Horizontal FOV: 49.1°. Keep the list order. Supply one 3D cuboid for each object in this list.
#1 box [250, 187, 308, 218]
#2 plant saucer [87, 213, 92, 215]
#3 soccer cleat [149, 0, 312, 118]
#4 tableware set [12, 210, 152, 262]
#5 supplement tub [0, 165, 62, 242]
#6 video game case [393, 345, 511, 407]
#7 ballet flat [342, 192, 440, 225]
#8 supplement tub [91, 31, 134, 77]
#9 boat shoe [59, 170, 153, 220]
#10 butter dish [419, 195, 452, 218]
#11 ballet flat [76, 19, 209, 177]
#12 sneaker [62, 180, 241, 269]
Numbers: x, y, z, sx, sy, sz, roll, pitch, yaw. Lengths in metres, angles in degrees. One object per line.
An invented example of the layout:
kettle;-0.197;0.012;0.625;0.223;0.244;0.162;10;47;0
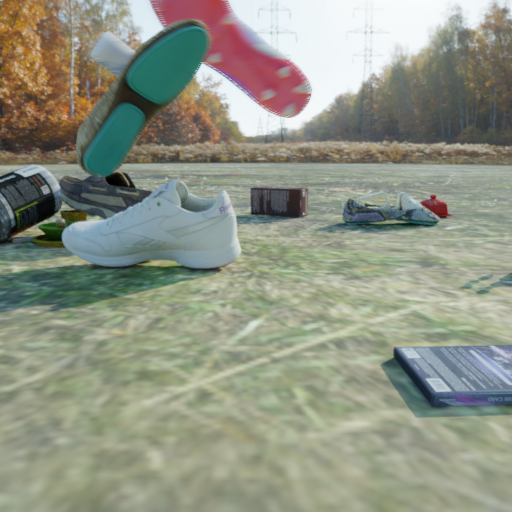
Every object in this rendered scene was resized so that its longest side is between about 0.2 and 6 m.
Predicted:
box;0.586;-1.392;14.311;1.442;0.722;0.540;7;14;29
plant saucer;-4.014;-1.290;15.223;0.643;0.174;1.839;2;13;11
soccer cleat;-0.430;-3.374;8.975;3.207;1.070;1.226;34;10;-22
tableware set;-2.524;-0.519;10.487;3.637;0.558;2.450;7;13;32
supplement tub;-4.708;-0.954;10.636;1.120;1.120;1.829;6;27;26
video game case;1.887;0.931;4.489;1.328;0.126;0.949;0;12;-3
ballet flat;3.085;-1.078;12.733;2.207;0.794;0.794;1;12;3
supplement tub;-3.015;-4.329;12.335;1.045;0.689;0.689;33;-5;-28
boat shoe;-2.857;-1.232;11.176;2.785;1.021;1.037;23;10;30
butter dish;4.420;-1.250;14.019;0.761;0.563;0.759;-5;12;-22
ballet flat;-1.738;-2.346;7.979;0.939;2.664;0.870;33;14;-46
sneaker;-1.582;-0.524;8.392;2.694;1.342;1.009;0;27;4
